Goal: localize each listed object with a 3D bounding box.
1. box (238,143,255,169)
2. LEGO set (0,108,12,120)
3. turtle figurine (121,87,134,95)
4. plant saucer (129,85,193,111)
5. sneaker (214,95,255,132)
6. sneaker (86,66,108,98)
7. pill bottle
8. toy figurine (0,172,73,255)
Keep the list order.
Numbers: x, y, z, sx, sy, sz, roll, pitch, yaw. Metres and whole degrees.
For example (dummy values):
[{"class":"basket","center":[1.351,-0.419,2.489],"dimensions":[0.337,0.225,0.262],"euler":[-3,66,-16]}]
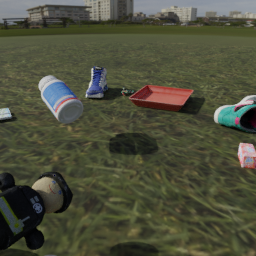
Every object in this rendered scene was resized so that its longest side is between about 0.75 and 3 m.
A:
[{"class":"box","center":[3.745,0.859,8.782],"dimensions":[0.406,0.440,0.858],"euler":[5,24,11]},{"class":"LEGO set","center":[-6.326,-0.653,12.159],"dimensions":[2.222,0.545,1.660],"euler":[-11,23,-24]},{"class":"turtle figurine","center":[-0.101,-2.006,15.360],"dimensions":[0.784,0.395,0.587],"euler":[1,33,-39]},{"class":"plant saucer","center":[1.732,-1.501,14.095],"dimensions":[2.644,0.486,2.649],"euler":[9,25,21]},{"class":"sneaker","center":[4.992,-0.614,11.217],"dimensions":[2.669,1.116,1.611],"euler":[-19,24,-21]},{"class":"sneaker","center":[-1.734,-2.598,15.386],"dimensions":[1.009,1.442,2.497],"euler":[2,24,6]},{"class":"pill bottle","center":[-2.324,-1.022,9.449],"dimensions":[0.964,0.964,1.717],"euler":[-18,53,-36]},{"class":"toy figurine","center":[-2.156,1.728,4.444],"dimensions":[2.395,2.433,1.693],"euler":[9,15,26]}]
